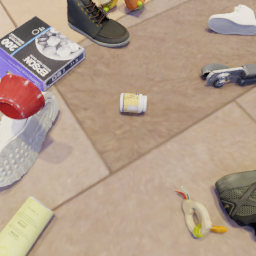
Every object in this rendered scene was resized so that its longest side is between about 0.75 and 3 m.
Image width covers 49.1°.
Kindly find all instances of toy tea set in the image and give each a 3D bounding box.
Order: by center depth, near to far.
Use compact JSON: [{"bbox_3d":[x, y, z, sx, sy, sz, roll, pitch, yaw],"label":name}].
[{"bbox_3d":[0.056,-5.469,10.775,1.730,1.077,2.909,-1,61,33],"label":"toy tea set"}]

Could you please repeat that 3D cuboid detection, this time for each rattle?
[{"bbox_3d":[1.789,1.970,6.854,0.895,0.816,1.253,-12,42,-14],"label":"rattle"}]

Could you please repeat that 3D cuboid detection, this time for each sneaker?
[{"bbox_3d":[3.689,1.723,6.694,2.812,1.075,1.611,-11,64,-3],"label":"sneaker"},{"bbox_3d":[-3.046,0.211,7.613,1.183,1.123,2.939,12,59,23],"label":"sneaker"},{"bbox_3d":[-1.086,-3.693,9.418,2.497,1.326,0.934,25,65,13],"label":"sneaker"},{"bbox_3d":[3.677,-3.900,9.969,1.781,0.656,1.029,8,60,-7],"label":"sneaker"}]

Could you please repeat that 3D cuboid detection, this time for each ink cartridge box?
[{"bbox_3d":[-3.114,-2.338,9.155,2.456,0.538,2.480,37,69,17],"label":"ink cartridge box"}]

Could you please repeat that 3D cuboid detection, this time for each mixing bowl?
[{"bbox_3d":[-2.438,-0.569,6.123,1.084,1.084,0.587,14,50,8],"label":"mixing bowl"}]

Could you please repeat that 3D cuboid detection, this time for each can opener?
[{"bbox_3d":[3.650,-1.856,8.796,2.635,0.703,0.881,-9,63,-6],"label":"can opener"}]

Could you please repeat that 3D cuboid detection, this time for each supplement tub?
[{"bbox_3d":[0.157,-0.737,8.271,0.764,0.555,0.555,4,62,2],"label":"supplement tub"}]

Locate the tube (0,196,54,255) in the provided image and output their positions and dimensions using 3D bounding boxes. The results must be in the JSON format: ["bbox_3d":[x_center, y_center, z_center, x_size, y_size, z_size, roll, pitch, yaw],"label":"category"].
[{"bbox_3d":[-2.798,2.912,6.275,0.814,0.728,2.805,12,60,50],"label":"tube"}]
